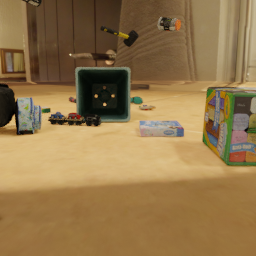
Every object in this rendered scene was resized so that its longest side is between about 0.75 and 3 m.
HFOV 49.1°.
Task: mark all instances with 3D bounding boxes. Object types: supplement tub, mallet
[{"bbox_3d":[1.528,-3.825,10.342,0.769,0.471,0.471,18,20,31],"label":"supplement tub"},{"bbox_3d":[-0.368,-3.318,10.112,1.807,0.595,0.372,-9,59,-46],"label":"mallet"}]

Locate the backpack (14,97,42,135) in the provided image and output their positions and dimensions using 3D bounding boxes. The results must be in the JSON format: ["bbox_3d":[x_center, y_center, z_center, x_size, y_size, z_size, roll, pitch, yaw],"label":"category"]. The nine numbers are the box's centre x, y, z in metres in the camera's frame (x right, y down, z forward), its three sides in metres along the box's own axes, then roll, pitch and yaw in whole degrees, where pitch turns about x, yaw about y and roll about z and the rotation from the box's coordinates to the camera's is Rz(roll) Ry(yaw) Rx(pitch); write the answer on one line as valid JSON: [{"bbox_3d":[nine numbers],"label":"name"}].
[{"bbox_3d":[-3.389,-0.451,9.530,0.874,1.190,1.089,-4,12,-21],"label":"backpack"}]

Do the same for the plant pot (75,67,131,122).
[{"bbox_3d":[-1.030,-1.399,12.159,2.175,2.169,2.215,-1,5,-3],"label":"plant pot"}]

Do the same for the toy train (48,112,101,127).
[{"bbox_3d":[-2.075,-0.358,10.753,2.178,0.499,0.372,2,12,13],"label":"toy train"}]

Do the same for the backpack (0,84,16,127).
[{"bbox_3d":[-5.275,-0.614,9.061,2.696,1.706,2.250,-3,6,-5],"label":"backpack"}]

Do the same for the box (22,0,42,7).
[{"bbox_3d":[-2.472,-3.422,6.469,1.037,0.831,0.226,12,-6,-39],"label":"box"}]

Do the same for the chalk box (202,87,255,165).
[{"bbox_3d":[2.997,-0.075,6.769,1.661,1.649,2.661,1,13,0],"label":"chalk box"}]

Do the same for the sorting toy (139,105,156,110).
[{"bbox_3d":[1.014,-1.038,14.762,0.712,0.172,1.264,-10,15,-22],"label":"sorting toy"}]

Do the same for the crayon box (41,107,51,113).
[{"bbox_3d":[-4.372,-0.864,13.717,0.976,0.252,0.614,-8,15,-37],"label":"crayon box"}]

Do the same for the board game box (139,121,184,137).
[{"bbox_3d":[1.094,0.002,9.539,1.386,0.302,1.392,-1,12,0],"label":"board game box"}]

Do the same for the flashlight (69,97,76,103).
[{"bbox_3d":[-3.476,-1.797,17.872,0.340,0.341,1.005,-6,13,-30],"label":"flashlight"}]

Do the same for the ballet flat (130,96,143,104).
[{"bbox_3d":[0.445,-1.709,17.186,1.461,0.493,0.456,11,7,40],"label":"ballet flat"}]
